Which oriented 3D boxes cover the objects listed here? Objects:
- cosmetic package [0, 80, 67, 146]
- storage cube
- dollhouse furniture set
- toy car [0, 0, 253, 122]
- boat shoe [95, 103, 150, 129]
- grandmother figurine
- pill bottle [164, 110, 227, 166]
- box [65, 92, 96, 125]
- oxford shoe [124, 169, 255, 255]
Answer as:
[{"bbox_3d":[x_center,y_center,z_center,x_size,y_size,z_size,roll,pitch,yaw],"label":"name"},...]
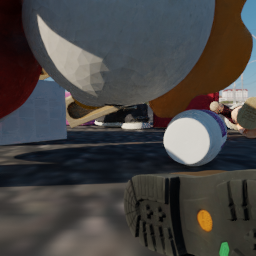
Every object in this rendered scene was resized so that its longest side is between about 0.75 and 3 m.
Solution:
[{"bbox_3d":[-1.344,-0.236,3.784,0.290,0.848,1.124,3,4,36],"label":"cosmetic package"},{"bbox_3d":[1.541,-0.797,7.253,1.504,1.582,1.760,1,4,22],"label":"storage cube"},{"bbox_3d":[-1.384,-0.904,5.948,2.041,2.146,1.748,-20,18,18],"label":"dollhouse furniture set"},{"bbox_3d":[-0.505,-0.754,2.173,2.860,2.529,2.636,24,28,-2],"label":"toy car"},{"bbox_3d":[-0.201,-0.327,7.292,0.767,0.626,2.076,-2,4,-33],"label":"boat shoe"},{"bbox_3d":[2.183,-0.176,5.182,1.363,0.681,2.247,29,7,12],"label":"grandmother figurine"},{"bbox_3d":[0.536,0.065,2.212,0.426,0.426,0.758,1,4,23],"label":"pill bottle"},{"bbox_3d":[-1.895,-0.636,9.319,1.852,1.018,2.105,1,4,15],"label":"box"},{"bbox_3d":[0.335,0.223,0.684,0.335,0.288,0.794,-1,3,-33],"label":"oxford shoe"}]
